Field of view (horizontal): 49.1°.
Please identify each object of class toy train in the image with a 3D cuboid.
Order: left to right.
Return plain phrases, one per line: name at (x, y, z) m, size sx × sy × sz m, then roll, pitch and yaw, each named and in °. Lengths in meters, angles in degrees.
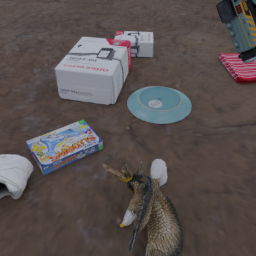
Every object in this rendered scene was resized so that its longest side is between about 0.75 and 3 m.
toy train at (2.616, -2.268, 6.143) m, size 0.960 × 1.684 × 0.718 m, roll -26°, pitch 11°, yaw -9°

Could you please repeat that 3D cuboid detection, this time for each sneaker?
sneaker at (-3.351, 1.172, 6.145) m, size 2.282 × 0.889 × 1.134 m, roll -3°, pitch 43°, yaw -2°

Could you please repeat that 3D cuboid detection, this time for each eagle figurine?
eagle figurine at (0.350, 1.576, 5.439) m, size 1.430 × 1.422 × 1.884 m, roll 0°, pitch 27°, yaw -23°

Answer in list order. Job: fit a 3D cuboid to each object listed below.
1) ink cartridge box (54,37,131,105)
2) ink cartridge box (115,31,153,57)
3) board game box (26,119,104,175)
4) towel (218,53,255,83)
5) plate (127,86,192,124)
ink cartridge box at (-1.094, -2.105, 9.818) m, size 1.946 × 1.117 × 2.679 m, roll 8°, pitch 41°, yaw 9°
ink cartridge box at (0.272, -3.579, 11.921) m, size 1.640 × 0.684 × 1.191 m, roll 2°, pitch 40°, yaw 2°
board game box at (-1.656, 0.454, 7.414) m, size 1.691 × 0.291 × 1.145 m, roll -24°, pitch 46°, yaw -26°
towel at (4.616, -2.392, 10.857) m, size 1.622 × 0.252 × 2.243 m, roll -3°, pitch 40°, yaw -5°
plate at (1.015, -0.873, 9.030) m, size 2.084 × 0.266 × 2.084 m, roll 1°, pitch 40°, yaw -1°
